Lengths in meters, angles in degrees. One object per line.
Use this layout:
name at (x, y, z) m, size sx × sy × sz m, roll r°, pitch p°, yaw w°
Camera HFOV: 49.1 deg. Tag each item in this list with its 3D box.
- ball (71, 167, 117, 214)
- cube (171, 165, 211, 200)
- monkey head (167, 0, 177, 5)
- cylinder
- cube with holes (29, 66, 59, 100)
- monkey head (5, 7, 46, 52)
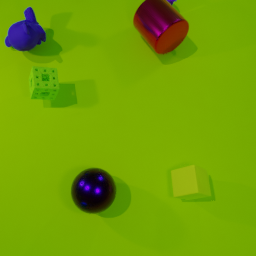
ball at (-0.902, 1.646, 7.390) m, size 1.197 × 1.197 × 1.197 m, roll 0°, pitch 72°, yaw 0°
cube at (1.693, 1.488, 7.549) m, size 0.737 × 0.737 × 0.737 m, roll -22°, pitch 58°, yaw 36°
monkey head at (1.155, -4.379, 9.573) m, size 0.807 × 0.676 × 1.122 m, roll -16°, pitch 53°, yaw -27°
cylinder at (1.040, -3.268, 8.926) m, size 1.311 × 1.311 × 1.311 m, roll -31°, pitch 68°, yaw -10°
cube with holes at (-2.524, -1.326, 8.385) m, size 0.711 × 0.711 × 0.711 m, roll -1°, pitch 68°, yaw -28°
monkey head at (-3.302, -3.120, 8.877) m, size 1.089 × 1.807 × 1.300 m, roll -24°, pitch 104°, yaw -39°
